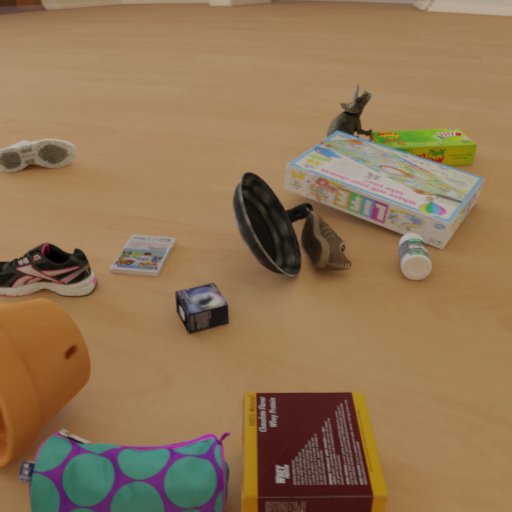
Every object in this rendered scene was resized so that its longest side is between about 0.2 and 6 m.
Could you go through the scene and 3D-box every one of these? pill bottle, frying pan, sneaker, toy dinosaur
[{"bbox_3d":[3.119,-0.011,11.085,0.568,0.568,1.004,4,31,6],"label":"pill bottle"},{"bbox_3d":[0.314,-0.938,11.505,0.593,2.204,3.643,-26,23,22],"label":"frying pan"},{"bbox_3d":[-4.077,0.161,10.497,2.136,0.922,0.858,-1,30,0],"label":"sneaker"},{"bbox_3d":[2.486,-3.535,15.980,2.485,1.271,0.956,-54,23,-12],"label":"toy dinosaur"},{"bbox_3d":[1.426,-0.242,11.597,0.733,0.684,1.941,18,29,-14],"label":"sneaker"},{"bbox_3d":[-6.108,-2.938,15.634,2.154,0.839,1.070,-6,29,-12],"label":"sneaker"}]

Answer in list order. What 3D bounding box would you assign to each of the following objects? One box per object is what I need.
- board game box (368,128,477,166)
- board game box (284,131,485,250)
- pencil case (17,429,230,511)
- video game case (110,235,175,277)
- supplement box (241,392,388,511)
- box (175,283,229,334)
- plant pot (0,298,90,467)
[{"bbox_3d":[4.684,-3.077,15.992,2.673,0.636,1.358,-4,32,-6],"label":"board game box"},{"bbox_3d":[3.034,-1.726,13.322,3.961,0.678,2.663,25,40,25],"label":"board game box"},{"bbox_3d":[-1.449,2.573,6.501,2.270,0.966,1.049,1,75,-1],"label":"pencil case"},{"bbox_3d":[-2.311,-0.025,11.556,0.974,0.123,1.360,5,32,7],"label":"video game case"},{"bbox_3d":[0.593,2.503,6.622,1.523,1.011,1.502,0,32,-1],"label":"supplement box"},{"bbox_3d":[-0.948,0.895,9.754,0.742,0.461,0.748,-12,34,-21],"label":"box"},{"bbox_3d":[-3.210,1.483,7.418,2.064,2.064,1.444,22,30,31],"label":"plant pot"}]
